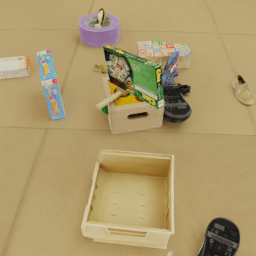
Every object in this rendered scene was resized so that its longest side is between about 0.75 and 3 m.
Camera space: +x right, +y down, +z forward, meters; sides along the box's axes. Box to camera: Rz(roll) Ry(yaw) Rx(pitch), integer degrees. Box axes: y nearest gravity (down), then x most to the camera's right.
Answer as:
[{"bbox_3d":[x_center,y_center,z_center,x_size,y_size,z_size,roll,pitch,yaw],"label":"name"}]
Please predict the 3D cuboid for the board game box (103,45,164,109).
[{"bbox_3d":[0.096,-1.260,6.655,0.231,1.031,1.967,-28,41,-26],"label":"board game box"}]

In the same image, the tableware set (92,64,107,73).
[{"bbox_3d":[-1.249,-2.772,13.127,0.828,0.127,0.558,12,44,12],"label":"tableware set"}]

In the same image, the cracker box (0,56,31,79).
[{"bbox_3d":[-5.375,-2.778,12.873,1.626,0.469,1.089,-7,47,-8],"label":"cracker box"}]

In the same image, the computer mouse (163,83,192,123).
[{"bbox_3d":[1.802,-0.895,11.026,1.747,0.665,2.523,0,36,-2],"label":"computer mouse"}]

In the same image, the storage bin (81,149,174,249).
[{"bbox_3d":[0.054,1.921,7.931,2.360,1.114,2.377,5,47,4],"label":"storage bin"}]

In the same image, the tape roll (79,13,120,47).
[{"bbox_3d":[-1.515,-5.246,14.943,2.130,0.905,2.130,0,46,0],"label":"tape roll"}]

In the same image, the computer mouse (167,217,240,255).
[{"bbox_3d":[1.834,3.307,7.064,1.651,0.541,2.352,15,55,15],"label":"computer mouse"}]

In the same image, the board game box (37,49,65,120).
[{"bbox_3d":[-2.959,-1.657,10.786,0.545,1.950,1.910,-12,47,-12],"label":"board game box"}]

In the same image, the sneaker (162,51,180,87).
[{"bbox_3d":[1.933,-2.553,12.358,0.696,0.669,1.775,22,80,-1],"label":"sneaker"}]

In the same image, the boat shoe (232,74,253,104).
[{"bbox_3d":[4.834,-1.636,11.741,0.580,0.522,1.608,-2,46,-2],"label":"boat shoe"}]

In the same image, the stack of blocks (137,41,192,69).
[{"bbox_3d":[1.676,-3.512,13.404,2.421,0.709,1.394,-2,46,-2],"label":"stack of blocks"}]

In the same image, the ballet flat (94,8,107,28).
[{"bbox_3d":[-1.540,-5.569,14.845,0.564,1.644,0.518,15,5,10],"label":"ballet flat"}]

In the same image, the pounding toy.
[{"bbox_3d":[-0.077,-1.002,10.281,2.469,1.755,2.273,-9,46,-8],"label":"pounding toy"}]
